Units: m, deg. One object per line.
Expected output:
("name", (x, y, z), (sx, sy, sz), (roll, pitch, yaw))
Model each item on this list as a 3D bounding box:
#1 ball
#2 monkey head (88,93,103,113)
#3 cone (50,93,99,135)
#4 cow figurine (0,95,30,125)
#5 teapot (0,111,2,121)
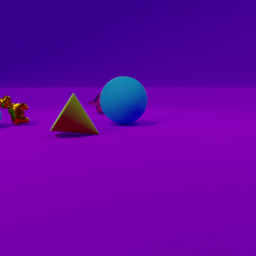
("ball", (-0.120, -0.792, 8.056), (1.357, 1.357, 1.357), (0, 9, 0))
("monkey head", (-1.022, -1.069, 10.831), (1.295, 0.780, 0.932), (-26, -29, 15))
("cone", (-1.079, -0.108, 6.425), (1.000, 0.997, 0.997), (32, 2, -14))
("cow figurine", (-3.286, -0.493, 7.954), (0.874, 0.889, 0.488), (-6, -8, -12))
("teapot", (-3.852, -0.354, 7.409), (0.688, 0.874, 1.406), (-44, 27, -2))
